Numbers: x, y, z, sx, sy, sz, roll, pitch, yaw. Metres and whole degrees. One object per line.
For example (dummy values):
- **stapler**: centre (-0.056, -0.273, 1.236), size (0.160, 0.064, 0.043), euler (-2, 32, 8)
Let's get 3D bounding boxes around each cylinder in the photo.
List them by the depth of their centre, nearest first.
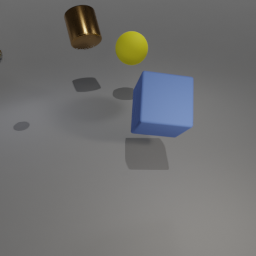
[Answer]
- **cylinder**: centre (-1.990, -4.422, 12.400), size (1.400, 1.400, 1.400), euler (-15, -7, -2)

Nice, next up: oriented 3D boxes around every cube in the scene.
- **cube**: centre (0.911, -0.601, 7.828), size (1.400, 1.400, 1.400), euler (6, 76, -8)

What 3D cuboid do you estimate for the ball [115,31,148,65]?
- **ball**: centre (0.155, -3.405, 12.000), size (1.400, 1.400, 1.400), euler (0, 32, 0)

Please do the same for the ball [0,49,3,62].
- **ball**: centre (-4.146, -2.199, 8.408), size (0.700, 0.700, 0.700), euler (0, 32, 0)
